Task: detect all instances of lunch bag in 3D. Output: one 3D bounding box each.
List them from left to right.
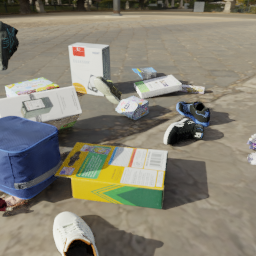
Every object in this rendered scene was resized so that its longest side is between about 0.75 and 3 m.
[{"bbox_3d":[-3.149,0.799,7.772,2.510,1.661,1.705,14,29,29],"label":"lunch bag"},{"bbox_3d":[0.192,-0.860,11.971,1.147,0.729,0.973,-30,40,-35],"label":"lunch bag"}]

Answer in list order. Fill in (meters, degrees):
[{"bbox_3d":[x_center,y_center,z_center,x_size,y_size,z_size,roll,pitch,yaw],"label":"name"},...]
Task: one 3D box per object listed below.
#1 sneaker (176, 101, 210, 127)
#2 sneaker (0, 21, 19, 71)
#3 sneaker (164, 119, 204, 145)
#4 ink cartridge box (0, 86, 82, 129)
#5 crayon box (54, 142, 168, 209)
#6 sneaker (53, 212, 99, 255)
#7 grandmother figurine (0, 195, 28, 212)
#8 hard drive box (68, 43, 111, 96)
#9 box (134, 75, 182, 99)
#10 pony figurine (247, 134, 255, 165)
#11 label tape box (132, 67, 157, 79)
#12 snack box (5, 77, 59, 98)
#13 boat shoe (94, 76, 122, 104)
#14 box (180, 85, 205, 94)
[{"bbox_3d":[2.759,-0.836,11.810,0.725,0.806,2.068,-13,31,-22],"label":"sneaker"},{"bbox_3d":[-3.561,-2.432,8.292,0.666,0.634,1.681,7,64,-37],"label":"sneaker"},{"bbox_3d":[2.137,0.178,10.040,1.035,0.676,1.850,18,32,33],"label":"sneaker"},{"bbox_3d":[-3.169,-0.482,9.926,2.606,1.095,1.896,-15,-8,-24],"label":"ink cartridge box"},{"bbox_3d":[-0.362,1.260,7.946,2.853,0.736,1.794,6,28,9],"label":"crayon box"},{"bbox_3d":[-1.039,2.309,5.787,0.806,0.937,2.214,-15,30,-23],"label":"sneaker"},{"bbox_3d":[-3.086,1.920,7.044,1.028,0.311,0.623,-13,21,-37],"label":"grandmother figurine"},{"bbox_3d":[-1.890,-2.967,14.140,1.859,2.385,0.916,10,29,20],"label":"hard drive box"},{"bbox_3d":[1.511,-2.145,14.434,2.135,0.388,1.541,-12,30,-6],"label":"box"},{"bbox_3d":[4.379,0.658,9.067,1.182,1.020,1.225,9,13,-2],"label":"pony figurine"},{"bbox_3d":[0.960,-3.285,16.834,1.302,0.412,0.939,-6,29,-12],"label":"label tape box"},{"bbox_3d":[-4.648,-1.771,13.690,2.030,0.687,1.712,-21,36,-36],"label":"snack box"},{"bbox_3d":[-0.459,-0.938,6.592,0.358,1.002,0.299,8,68,33],"label":"boat shoe"},{"bbox_3d":[3.228,-2.044,14.626,1.505,0.312,0.291,9,30,15],"label":"box"}]
